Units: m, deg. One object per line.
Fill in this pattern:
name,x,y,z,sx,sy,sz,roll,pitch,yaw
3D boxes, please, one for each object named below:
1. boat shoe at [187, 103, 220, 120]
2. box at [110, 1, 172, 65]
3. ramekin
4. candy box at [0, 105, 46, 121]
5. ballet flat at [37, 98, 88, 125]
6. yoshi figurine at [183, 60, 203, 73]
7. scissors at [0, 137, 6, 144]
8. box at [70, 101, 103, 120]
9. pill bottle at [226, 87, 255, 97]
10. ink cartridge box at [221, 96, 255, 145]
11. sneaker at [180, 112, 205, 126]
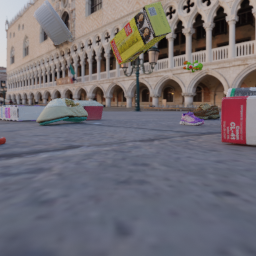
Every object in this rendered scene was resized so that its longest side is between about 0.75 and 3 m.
boat shoe,3.868,-0.859,14.392,2.270,0.838,0.859,-3,5,-40
box,0.307,-2.976,9.151,0.660,0.991,2.632,-24,5,-26
ramekin,-2.827,-3.849,10.451,0.747,1.604,1.604,-37,6,-2
candy box,-4.897,-0.719,13.320,1.978,0.708,1.660,4,5,42
ballet flat,-2.472,-0.650,10.458,1.011,1.011,2.912,1,3,17
yoshi figurine,2.826,-2.632,11.947,0.881,0.493,0.495,21,-13,39
scissors,-2.435,0.242,3.853,0.675,0.129,1.845,3,3,8
box,-2.069,-0.878,13.846,1.411,0.769,0.902,-4,22,-37
pill bottle,4.374,-0.684,8.986,2.227,1.260,1.260,3,5,28
ink cartridge box,2.577,-0.121,4.311,1.839,0.787,1.357,7,8,44
sneaker,2.181,-0.322,9.605,0.416,0.457,1.033,-1,5,-31
